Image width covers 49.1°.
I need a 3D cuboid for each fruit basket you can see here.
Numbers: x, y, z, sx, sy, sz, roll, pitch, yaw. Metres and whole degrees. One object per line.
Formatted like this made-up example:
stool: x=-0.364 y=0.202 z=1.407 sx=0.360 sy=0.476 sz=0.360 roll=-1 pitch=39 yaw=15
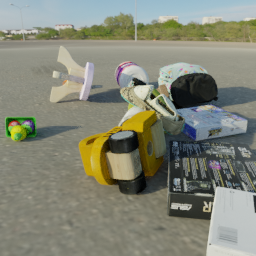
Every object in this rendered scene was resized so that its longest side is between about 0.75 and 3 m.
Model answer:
fruit basket: x=-3.657 y=0.022 z=9.496 sx=1.108 sy=0.799 sz=1.108 roll=-1 pitch=3 yaw=0

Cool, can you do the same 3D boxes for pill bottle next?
pill bottle: x=0.127 y=-2.902 z=15.963 sx=1.599 sy=1.599 sz=2.843 roll=-4 pitch=21 yaw=-10

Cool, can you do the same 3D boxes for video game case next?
video game case: x=2.817 y=-0.250 z=10.340 sx=2.002 sy=0.502 sz=2.209 roll=-10 pitch=22 yaw=-15

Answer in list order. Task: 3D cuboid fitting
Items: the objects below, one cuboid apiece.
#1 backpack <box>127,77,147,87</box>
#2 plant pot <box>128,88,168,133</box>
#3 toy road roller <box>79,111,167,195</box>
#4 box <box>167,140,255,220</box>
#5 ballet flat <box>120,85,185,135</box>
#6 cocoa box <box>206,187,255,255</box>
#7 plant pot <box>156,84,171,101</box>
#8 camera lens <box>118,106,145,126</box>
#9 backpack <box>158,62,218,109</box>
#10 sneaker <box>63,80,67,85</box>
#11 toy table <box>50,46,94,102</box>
backpack: x=0.329 y=-1.825 z=13.684 sx=0.962 sy=1.153 sz=0.730 roll=23 pitch=26 yaw=-29
plant pot: x=1.000 y=-0.492 z=10.163 sx=1.448 sy=1.448 sz=1.548 roll=-11 pitch=37 yaw=-27
toy road roller: x=-0.157 y=0.537 z=7.144 sx=1.692 sy=1.425 sz=2.318 roll=-1 pitch=19 yaw=30
box: x=2.040 y=1.109 z=6.666 sx=2.175 sy=0.591 sz=2.715 roll=3 pitch=21 yaw=7
ballet flat: x=0.780 y=-0.741 z=8.244 sx=2.262 sy=0.851 sz=0.767 roll=41 pitch=48 yaw=15
cocoa box: x=1.764 y=1.784 z=4.293 sx=1.019 sy=1.003 sz=1.528 roll=7 pitch=22 yaw=19
plant pot: x=1.195 y=-1.061 z=11.778 sx=1.178 sy=1.351 sz=1.351 roll=-16 pitch=19 yaw=8
camera lens: x=0.381 y=-0.015 z=8.775 sx=1.224 sy=1.224 sz=1.530 roll=4 pitch=21 yaw=11
backpack: x=2.662 y=-2.129 z=13.546 sx=2.454 sy=1.861 sz=2.940 roll=-7 pitch=20 yaw=-13
sneaker: x=-3.080 y=-2.614 z=16.612 sx=1.564 sy=0.607 sz=0.876 roll=-4 pitch=20 yaw=-12
toy table: x=-2.715 y=-2.455 z=13.699 sx=1.721 sy=2.702 sz=2.939 roll=11 pitch=-4 yaw=-14
